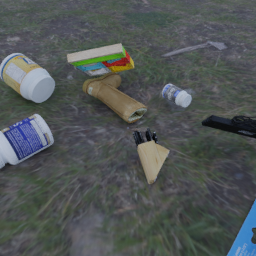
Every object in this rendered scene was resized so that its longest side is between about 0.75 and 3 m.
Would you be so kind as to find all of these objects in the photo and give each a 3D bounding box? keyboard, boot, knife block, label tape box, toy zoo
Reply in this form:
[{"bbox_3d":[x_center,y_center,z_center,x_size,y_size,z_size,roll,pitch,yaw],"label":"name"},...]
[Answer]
[{"bbox_3d":[3.103,-0.080,7.148,2.193,1.142,0.435,13,81,-5],"label":"keyboard"},{"bbox_3d":[-0.218,-1.023,9.249,2.075,0.686,1.817,33,40,26],"label":"boot"},{"bbox_3d":[0.416,0.611,6.885,1.058,0.386,1.205,26,68,11],"label":"knife block"},{"bbox_3d":[3.373,2.132,4.967,2.560,0.846,1.834,23,45,32],"label":"label tape box"},{"bbox_3d":[-0.785,-2.256,9.765,1.757,0.274,2.679,-8,-2,11],"label":"toy zoo"}]

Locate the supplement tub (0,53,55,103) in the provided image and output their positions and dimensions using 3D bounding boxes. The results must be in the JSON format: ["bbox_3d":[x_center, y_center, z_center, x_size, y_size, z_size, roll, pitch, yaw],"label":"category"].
[{"bbox_3d":[-3.395,-1.678,9.486,1.603,1.159,1.159,35,49,18],"label":"supplement tub"}]

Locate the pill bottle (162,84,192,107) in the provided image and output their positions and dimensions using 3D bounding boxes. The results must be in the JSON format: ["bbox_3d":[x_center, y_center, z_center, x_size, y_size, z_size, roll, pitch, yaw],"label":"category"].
[{"bbox_3d":[1.573,-1.037,9.020,0.509,0.509,0.894,-26,43,-29],"label":"pill bottle"}]

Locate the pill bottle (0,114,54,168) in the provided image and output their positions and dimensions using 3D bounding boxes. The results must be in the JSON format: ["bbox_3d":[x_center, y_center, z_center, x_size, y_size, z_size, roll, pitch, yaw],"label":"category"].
[{"bbox_3d":[-2.822,0.382,7.179,1.570,0.939,0.939,-32,48,-28],"label":"pill bottle"}]
